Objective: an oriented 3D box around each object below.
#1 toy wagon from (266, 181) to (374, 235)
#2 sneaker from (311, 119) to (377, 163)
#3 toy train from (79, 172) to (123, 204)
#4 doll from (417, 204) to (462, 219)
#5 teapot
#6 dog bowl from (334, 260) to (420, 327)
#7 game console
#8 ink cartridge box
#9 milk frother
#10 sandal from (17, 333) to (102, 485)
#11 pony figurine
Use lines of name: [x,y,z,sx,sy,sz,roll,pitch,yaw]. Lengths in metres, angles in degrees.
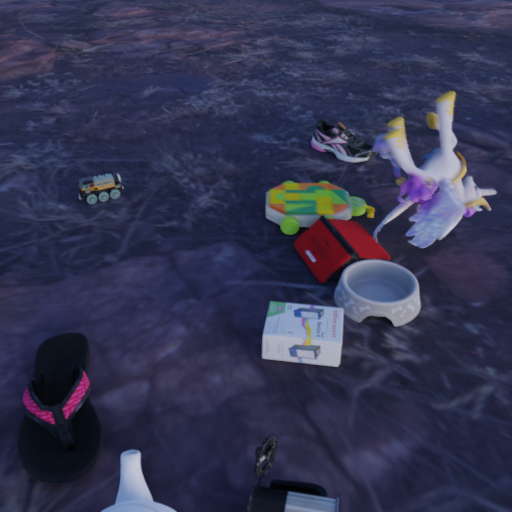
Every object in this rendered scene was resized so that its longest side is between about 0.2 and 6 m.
toy wagon: [1.314,-1.055,11.537,2.217,0.439,1.720,0,34,3]
sneaker: [2.168,-2.935,14.118,1.833,0.791,0.736,22,41,28]
toy train: [-3.387,-1.489,12.179,0.973,0.555,0.415,-17,38,-22]
doll: [3.606,-0.811,11.005,0.843,0.575,0.204,9,33,31]
teapot: [-1.160,2.905,5.122,1.591,1.162,1.570,24,41,30]
dog bowl: [2.018,0.568,9.263,1.420,0.416,1.420,0,35,0]
game console: [1.535,-0.086,10.263,1.179,0.812,1.368,-45,37,11]
ink cartridge box: [0.707,1.146,8.324,1.146,0.501,0.832,7,34,7]
milk frother: [0.403,2.509,5.883,0.927,0.986,0.890,6,30,8]
sandal: [-2.589,1.780,7.290,0.995,0.597,2.649,-10,35,-14]
pony figurine: [3.004,-1.299,9.836,2.277,2.359,1.964,-34,19,-9]
